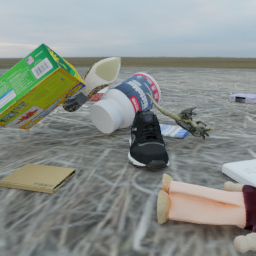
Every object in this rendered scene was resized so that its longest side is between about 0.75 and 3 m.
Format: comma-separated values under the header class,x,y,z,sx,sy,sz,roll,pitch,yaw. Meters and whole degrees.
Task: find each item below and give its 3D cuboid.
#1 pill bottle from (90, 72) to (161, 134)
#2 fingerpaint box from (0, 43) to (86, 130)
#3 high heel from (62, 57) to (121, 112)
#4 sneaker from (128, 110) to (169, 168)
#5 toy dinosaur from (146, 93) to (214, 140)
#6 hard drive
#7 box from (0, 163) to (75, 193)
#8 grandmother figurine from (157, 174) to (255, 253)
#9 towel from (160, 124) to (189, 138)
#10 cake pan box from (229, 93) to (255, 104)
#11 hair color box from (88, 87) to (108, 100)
class,x,y,z,sx,sy,sz,roll,pitch,yaw
pill bottle,-0.095,-0.897,10.326,1.529,1.529,2.557,13,39,40
fingerpaint box,-2.792,-1.099,8.374,2.527,0.927,2.108,-36,-10,6
high heel,-1.373,-1.629,10.205,2.560,0.914,1.825,-51,20,-24
sneaker,0.467,0.173,7.703,1.023,1.183,2.702,0,16,-8
toy dinosaur,1.750,-0.230,8.304,2.688,0.638,1.185,30,-3,-27
hard drive,3.175,1.154,5.908,1.335,0.266,2.025,-5,16,-17
box,-2.001,1.106,6.335,1.304,0.139,1.066,4,15,15
grandmother figurine,1.853,1.301,4.469,2.689,0.814,1.631,2,33,14
towel,1.375,0.074,9.991,1.534,0.183,1.126,8,18,26
cake pan box,6.765,-1.727,16.132,1.357,0.385,1.474,12,19,43
hair color box,-2.092,-2.104,16.578,1.817,0.581,1.007,1,38,-1
